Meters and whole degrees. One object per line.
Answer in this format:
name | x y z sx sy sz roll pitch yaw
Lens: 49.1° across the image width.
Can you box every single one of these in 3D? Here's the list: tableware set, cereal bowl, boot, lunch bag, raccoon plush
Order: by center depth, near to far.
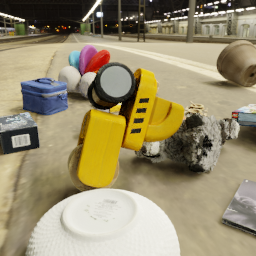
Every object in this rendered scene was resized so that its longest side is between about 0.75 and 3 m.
cereal bowl | -0.360 1.515 3.929 2.176 0.906 2.176 -3 21 1
raccoon plush | 1.427 0.336 7.216 1.895 1.368 2.829 5 0 41
boot | -0.585 -0.167 8.967 1.267 0.672 1.924 8 33 12
tableware set | 2.621 -0.753 10.834 0.895 0.271 1.354 7 22 17
lunch bag | -3.246 -1.333 10.966 1.897 1.255 1.289 12 24 31

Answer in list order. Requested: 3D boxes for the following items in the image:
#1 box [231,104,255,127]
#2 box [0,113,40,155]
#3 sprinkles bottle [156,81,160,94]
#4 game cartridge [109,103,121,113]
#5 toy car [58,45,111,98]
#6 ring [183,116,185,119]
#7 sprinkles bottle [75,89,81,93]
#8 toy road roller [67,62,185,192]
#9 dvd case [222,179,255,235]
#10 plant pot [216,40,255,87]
box | 4.256 -0.392 8.615 1.501 0.414 2.198 6 13 35
box | -3.153 0.114 7.965 0.964 0.695 1.299 -11 24 -28
sprinkles bottle | 0.598 -2.104 13.849 1.897 0.647 0.647 13 25 30
game cartridge | -0.394 -1.035 11.588 1.677 0.272 1.478 -15 26 -32
toy car | -1.687 -2.728 13.090 2.899 2.174 2.537 20 28 23
ring | 0.898 -0.315 9.802 2.185 0.210 2.185 0 22 0
sprinkles bottle | -2.307 -1.932 13.663 1.380 0.471 0.471 6 22 17
toy road roller | -0.024 0.066 5.562 1.868 2.558 1.572 16 -5 -12
dvd case | 2.917 1.567 4.897 2.091 0.167 1.555 14 25 32
plant pot | 6.297 -3.303 15.291 2.327 2.327 2.019 -2 38 -6
